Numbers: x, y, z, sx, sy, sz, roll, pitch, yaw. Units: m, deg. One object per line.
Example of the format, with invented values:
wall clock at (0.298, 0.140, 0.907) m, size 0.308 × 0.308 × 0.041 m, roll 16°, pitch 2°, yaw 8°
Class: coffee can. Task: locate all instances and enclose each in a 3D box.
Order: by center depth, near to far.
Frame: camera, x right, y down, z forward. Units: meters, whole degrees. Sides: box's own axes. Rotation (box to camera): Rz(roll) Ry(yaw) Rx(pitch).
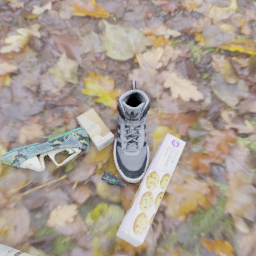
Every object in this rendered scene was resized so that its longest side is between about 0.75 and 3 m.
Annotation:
coffee can at (-2.768, 3.466, 5.914) m, size 2.446 × 1.790 × 1.790 m, roll 16°, pitch 67°, yaw 7°

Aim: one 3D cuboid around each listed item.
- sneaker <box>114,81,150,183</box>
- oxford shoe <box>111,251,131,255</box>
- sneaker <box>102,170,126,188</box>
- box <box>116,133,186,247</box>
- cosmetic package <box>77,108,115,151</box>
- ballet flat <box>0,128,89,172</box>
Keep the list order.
sneaker at (0.095, 0.043, 7.606) m, size 1.008 × 1.521 × 2.672 m, roll 0°, pitch 66°, yaw 0°
oxford shoe at (0.407, 4.067, 6.034) m, size 1.008 × 1.070 × 2.862 m, roll -36°, pitch 73°, yaw -15°
sneaker at (-0.391, 1.462, 7.697) m, size 0.752 × 0.283 × 0.298 m, roll 29°, pitch 79°, yaw 21°
box at (0.643, 1.460, 7.105) m, size 0.616 × 0.575 × 2.973 m, roll 29°, pitch 57°, yaw 4°
cosmetic package at (-0.946, 0.041, 8.230) m, size 0.595 × 0.402 × 1.130 m, roll -35°, pitch 70°, yaw -14°
ballet flat at (-2.226, 0.737, 7.710) m, size 2.432 × 0.903 × 0.903 m, roll -20°, pitch 67°, yaw -7°
